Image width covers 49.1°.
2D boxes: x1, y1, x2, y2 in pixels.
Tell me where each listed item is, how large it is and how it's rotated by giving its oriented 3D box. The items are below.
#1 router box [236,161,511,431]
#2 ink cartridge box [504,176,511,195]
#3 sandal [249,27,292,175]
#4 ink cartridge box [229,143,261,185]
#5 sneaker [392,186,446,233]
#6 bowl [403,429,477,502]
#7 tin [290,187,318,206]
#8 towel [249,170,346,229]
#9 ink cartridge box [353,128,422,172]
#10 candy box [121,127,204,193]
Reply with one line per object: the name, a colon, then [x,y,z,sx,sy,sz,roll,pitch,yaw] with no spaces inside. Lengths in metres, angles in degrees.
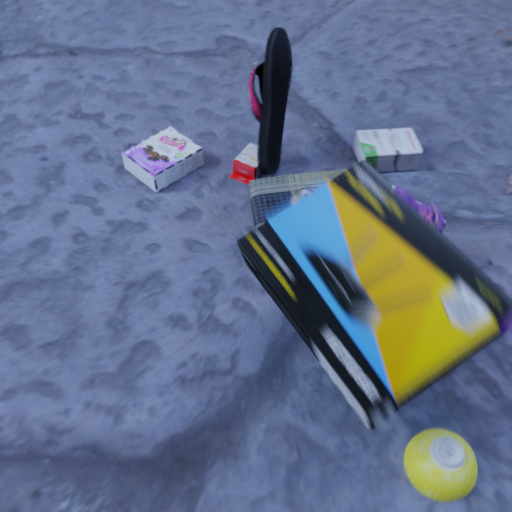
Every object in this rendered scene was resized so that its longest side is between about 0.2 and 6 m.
router box: [1.469,0.372,7.495,2.260,0.774,3.030,-33,58,-7]
ink cartridge box: [5.631,-1.762,11.741,1.148,0.625,0.289,-22,52,-19]
sandal: [0.187,-3.226,11.679,0.677,3.003,1.128,11,11,26]
ink cartridge box: [-0.139,-1.995,12.154,0.550,0.318,0.947,22,52,18]
sneaker: [2.662,-0.627,9.305,0.893,2.020,0.812,3,79,25]
bowl: [2.588,2.796,7.715,1.004,0.540,1.004,0,49,0]
tin: [1.113,-0.829,10.621,0.735,0.275,1.312,-16,46,-8]
towel: [1.014,-0.901,11.228,2.190,0.378,2.108,-7,46,-3]
ink cartridge box: [2.874,-2.315,12.299,1.265,0.532,0.923,-3,48,-3]
candy box: [-2.010,-2.113,12.147,1.141,0.487,1.360,36,57,28]
